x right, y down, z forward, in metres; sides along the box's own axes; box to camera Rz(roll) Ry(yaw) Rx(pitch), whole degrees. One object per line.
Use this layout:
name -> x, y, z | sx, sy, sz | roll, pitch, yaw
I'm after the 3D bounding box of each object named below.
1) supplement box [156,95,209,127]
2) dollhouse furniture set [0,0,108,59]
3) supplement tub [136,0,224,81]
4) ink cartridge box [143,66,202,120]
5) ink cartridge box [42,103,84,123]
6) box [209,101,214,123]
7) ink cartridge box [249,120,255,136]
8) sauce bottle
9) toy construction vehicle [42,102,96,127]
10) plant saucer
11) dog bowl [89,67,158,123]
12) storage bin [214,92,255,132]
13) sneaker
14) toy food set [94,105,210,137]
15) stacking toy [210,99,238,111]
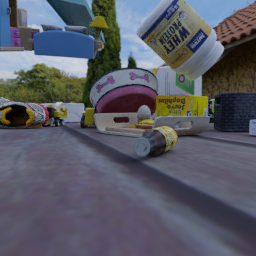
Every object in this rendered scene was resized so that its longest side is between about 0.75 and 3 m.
supplement box -> 1.706, -0.489, 8.576 | 0.989, 0.995, 1.818 | 2, 5, 34
dollhouse furniture set -> -1.398, -2.219, 5.585 | 2.263, 1.476, 2.136 | 5, 16, 2
supplement tub -> 1.548, -2.660, 8.297 | 2.255, 1.628, 1.628 | 40, -5, -12
ink cartridge box -> 1.268, -1.214, 10.913 | 2.961, 2.144, 1.243 | 1, 3, 28
ink cartridge box -> -3.435, -0.755, 13.790 | 1.545, 0.910, 2.683 | -2, 4, -35
box -> 3.831, -0.768, 13.104 | 0.752, 1.013, 0.630 | 1, 4, 12
ink cartridge box -> 3.375, 0.016, 5.576 | 0.758, 0.356, 1.612 | -2, 4, -44
sauce bottle -> 0.346, 0.172, 3.410 | 0.340, 0.340, 1.030 | 1, 6, 22
toy construction vehicle -> -1.846, -0.512, 10.039 | 2.146, 0.868, 2.465 | 0, 3, 5
plant saucer -> -1.275, -2.877, 7.454 | 1.004, 0.272, 2.873 | 15, 3, 3
dog bowl -> -0.051, -0.821, 8.585 | 2.192, 0.808, 2.192 | -9, -31, -6
storage bin -> 3.535, -0.426, 7.592 | 2.173, 1.019, 1.469 | 0, 4, 7
sneaker -> -3.831, -0.480, 8.660 | 2.541, 0.989, 1.044 | 0, 4, 7
toy food set -> 0.473, -0.202, 6.480 | 1.611, 0.678, 2.245 | -3, 4, -38
stacking toy -> 5.221, -0.898, 15.248 | 1.235, 1.235, 2.892 | 0, 9, -5
